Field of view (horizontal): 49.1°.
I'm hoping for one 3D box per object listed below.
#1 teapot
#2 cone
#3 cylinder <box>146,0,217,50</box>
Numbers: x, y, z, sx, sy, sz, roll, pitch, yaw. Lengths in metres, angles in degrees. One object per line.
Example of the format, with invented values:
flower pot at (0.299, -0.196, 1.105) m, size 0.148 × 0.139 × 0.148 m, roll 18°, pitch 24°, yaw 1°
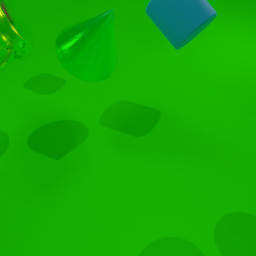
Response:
teapot at (-2.518, -1.859, 5.404) m, size 0.989 × 1.256 × 2.021 m, roll -27°, pitch 60°, yaw 10°
cone at (-0.562, -1.819, 5.403) m, size 1.378 × 1.383 × 1.378 m, roll 10°, pitch 67°, yaw -24°
cylinder at (1.165, -2.533, 6.204) m, size 1.125 × 1.125 × 1.125 m, roll -40°, pitch 90°, yaw -33°
